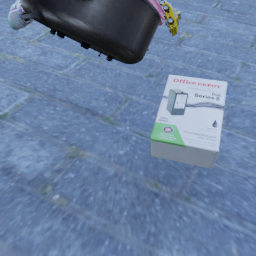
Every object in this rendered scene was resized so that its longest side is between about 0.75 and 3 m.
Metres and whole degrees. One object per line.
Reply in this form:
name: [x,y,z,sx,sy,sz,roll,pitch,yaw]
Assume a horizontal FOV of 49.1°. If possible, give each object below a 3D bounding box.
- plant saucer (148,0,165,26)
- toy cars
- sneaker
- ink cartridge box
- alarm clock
plant saucer: [0.481,-2.923,6.527,0.296,1.167,1.167,-39,42,15]
toy cars: [1.345,-3.543,8.744,0.450,0.911,2.032,-17,31,10]
sneaker: [-2.456,-3.321,7.718,1.202,0.668,1.718,26,75,35]
ink cartridge box: [1.253,-0.192,5.720,1.257,0.726,1.728,10,57,13]
alarm clock: [-0.404,-1.603,4.338,1.909,0.942,2.830,30,14,26]
